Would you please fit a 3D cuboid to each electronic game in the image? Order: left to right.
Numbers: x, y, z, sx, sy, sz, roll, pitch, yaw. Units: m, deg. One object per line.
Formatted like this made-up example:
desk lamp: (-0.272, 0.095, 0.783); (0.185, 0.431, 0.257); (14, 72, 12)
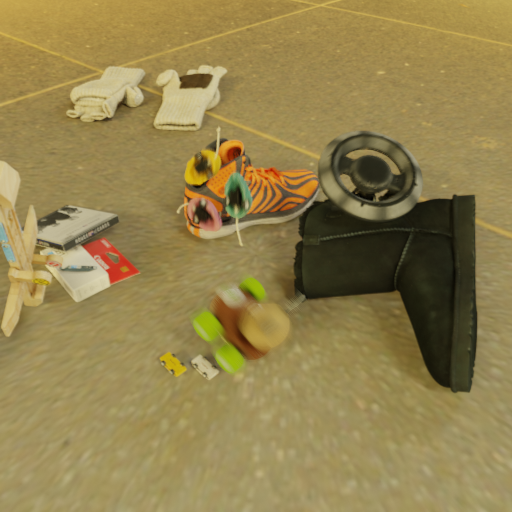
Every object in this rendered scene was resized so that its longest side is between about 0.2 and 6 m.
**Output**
electronic game: (1.594, -1.131, 7.821); (1.488, 0.310, 1.488); (3, 64, -6)

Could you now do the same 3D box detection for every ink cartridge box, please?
ink cartridge box: (-2.601, 0.095, 8.757); (1.087, 0.276, 1.234); (-28, 45, -30)

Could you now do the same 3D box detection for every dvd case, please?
dvd case: (-3.138, -0.479, 9.250); (1.472, 0.182, 1.106); (12, 36, 38)

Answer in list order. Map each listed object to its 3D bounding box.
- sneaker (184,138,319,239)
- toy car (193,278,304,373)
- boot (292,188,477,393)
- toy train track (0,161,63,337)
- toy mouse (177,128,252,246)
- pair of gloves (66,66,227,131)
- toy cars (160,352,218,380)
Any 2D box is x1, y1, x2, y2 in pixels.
sneaker: (0.009, -1.314, 9.553); (2.643, 1.481, 1.025); (-23, 44, -26)
toy car: (0.026, 0.722, 6.501); (0.970, 1.180, 0.931); (-37, 94, -34)
boot: (1.723, 0.348, 7.705); (2.459, 1.110, 3.000); (-1, 60, 21)
toy train track: (-2.751, -0.097, 6.825); (0.500, 3.072, 1.762); (6, 63, -10)
toy mouse: (-0.529, -0.834, 8.534); (0.333, 1.719, 1.528); (-28, 81, -50)
pair of gloves: (-2.668, -4.047, 13.705); (3.517, 0.617, 2.990); (8, 39, 11)
toy cars: (-0.858, 1.435, 7.171); (0.774, 0.171, 0.347); (5, 43, 1)
